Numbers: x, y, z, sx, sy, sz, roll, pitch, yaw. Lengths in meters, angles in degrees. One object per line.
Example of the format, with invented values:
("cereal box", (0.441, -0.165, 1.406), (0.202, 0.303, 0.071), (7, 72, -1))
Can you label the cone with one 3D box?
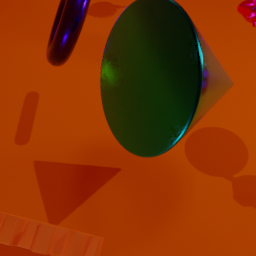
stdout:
("cone", (0.785, -0.556, 3.408), (1.657, 1.651, 1.651), (-4, 54, -35))

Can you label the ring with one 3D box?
("ring", (-0.984, -1.827, 4.633), (0.333, 1.665, 1.665), (16, 56, -23))

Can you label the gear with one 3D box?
("gear", (-1.011, 1.284, 3.363), (1.417, 1.417, 0.262), (11, 69, 7))

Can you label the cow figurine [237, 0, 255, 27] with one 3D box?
("cow figurine", (2.815, -2.857, 5.739), (0.723, 1.317, 1.296), (-16, 92, -22))
